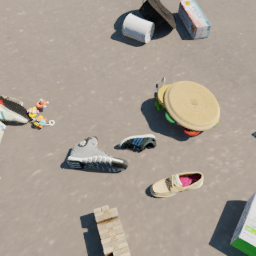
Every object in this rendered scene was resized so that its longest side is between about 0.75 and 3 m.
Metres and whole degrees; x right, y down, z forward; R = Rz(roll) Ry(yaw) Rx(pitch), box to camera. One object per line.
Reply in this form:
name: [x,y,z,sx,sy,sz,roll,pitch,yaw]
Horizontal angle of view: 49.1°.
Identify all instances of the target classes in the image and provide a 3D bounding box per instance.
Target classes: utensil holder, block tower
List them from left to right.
block tower: [-0.339,3.651,8.192,0.731,0.782,2.706,-15,57,-10]
utensil holder: [0.540,-5.029,14.179,1.312,1.115,1.115,25,58,16]

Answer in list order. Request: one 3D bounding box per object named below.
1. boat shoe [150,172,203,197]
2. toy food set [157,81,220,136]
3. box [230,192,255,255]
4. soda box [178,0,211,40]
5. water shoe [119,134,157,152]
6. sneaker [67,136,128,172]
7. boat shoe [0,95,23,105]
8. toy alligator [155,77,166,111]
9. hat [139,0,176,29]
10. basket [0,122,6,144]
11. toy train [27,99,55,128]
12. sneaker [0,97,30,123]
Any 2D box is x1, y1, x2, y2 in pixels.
boat shoe: [1.675,1.843,9.541,1.880,0.650,0.693,-13,56,-9]
toy food set: [2.503,-0.849,11.142,2.453,0.597,2.428,-9,62,-21]
box: [4.408,3.165,8.407,1.964,0.950,1.733,26,59,18]
soda box: [3.494,-5.826,14.928,0.860,0.799,2.515,-10,56,-8]
water shoe: [0.387,0.605,10.521,1.417,0.507,0.559,-12,58,-8]
sneaker: [-1.032,0.849,10.174,2.194,0.823,1.267,5,52,5]
boat shoe: [-5.314,-1.093,11.727,1.698,0.505,0.610,3,55,2]
toy alligator: [1.568,-1.386,11.977,0.502,0.548,1.850,34,50,-26]
hat: [1.349,-6.023,14.737,2.914,1.175,2.914,36,33,-28]
basket: [-5.497,0.332,10.368,1.561,1.231,1.770,35,88,16]
toy train: [-3.505,-0.622,11.285,0.954,0.353,1.270,-22,71,-23]
sneaker: [-5.129,-0.598,11.282,2.299,1.075,0.809,25,23,-12]
